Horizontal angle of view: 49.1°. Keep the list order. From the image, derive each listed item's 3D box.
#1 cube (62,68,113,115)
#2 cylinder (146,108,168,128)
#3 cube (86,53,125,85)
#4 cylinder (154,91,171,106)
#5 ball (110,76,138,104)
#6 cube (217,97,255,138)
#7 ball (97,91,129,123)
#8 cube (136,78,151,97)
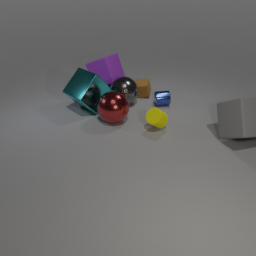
[{"bbox_3d":[-1.843,-1.702,12.935,1.400,1.400,1.400,28,82,39],"label":"cube"},{"bbox_3d":[1.194,-0.414,11.515,0.700,0.700,0.700,24,1,36],"label":"cylinder"},{"bbox_3d":[-1.244,-3.208,15.637,1.400,1.400,1.400,-9,18,32],"label":"cube"},{"bbox_3d":[1.684,-1.463,13.735,0.700,0.700,0.700,-5,30,-2],"label":"cylinder"},{"bbox_3d":[-0.192,-1.806,13.676,1.400,1.400,1.400,0,30,0],"label":"ball"},{"bbox_3d":[4.377,-0.365,10.527,1.400,1.400,1.400,-4,-1,-19],"label":"cube"},{"bbox_3d":[-0.641,-0.895,12.098,1.400,1.400,1.400,0,30,0],"label":"ball"},{"bbox_3d":[0.775,-2.092,14.618,0.700,0.700,0.700,-1,44,18],"label":"cube"}]
